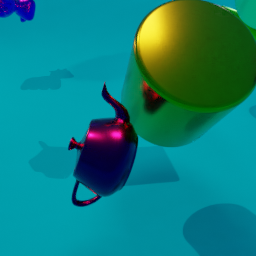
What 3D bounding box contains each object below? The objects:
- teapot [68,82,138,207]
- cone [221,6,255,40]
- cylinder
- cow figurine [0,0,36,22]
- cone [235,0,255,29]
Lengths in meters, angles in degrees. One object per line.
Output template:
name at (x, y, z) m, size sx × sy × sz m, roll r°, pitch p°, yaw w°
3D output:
teapot at (-0.287, 0.222, 2.998) m, size 0.680 × 1.388 × 0.863 m, roll 19°, pitch 7°, yaw -9°
cone at (2.548, -2.515, 6.643) m, size 1.047 × 1.043 × 1.043 m, roll 40°, pitch 31°, yaw -17°
cylinder at (0.615, -0.548, 3.288) m, size 1.287 × 1.287 × 1.287 m, roll 2°, pitch 71°, yaw -7°
cow figurine at (-3.782, -3.840, 8.594) m, size 1.738 × 0.954 × 1.711 m, roll 15°, pitch 20°, yaw -6°
cone at (2.052, -2.126, 4.032) m, size 1.216 × 1.216 × 1.220 m, roll 21°, pitch 18°, yaw 28°
